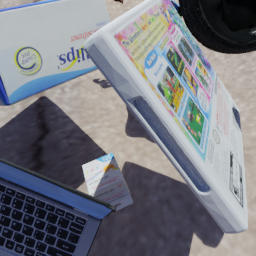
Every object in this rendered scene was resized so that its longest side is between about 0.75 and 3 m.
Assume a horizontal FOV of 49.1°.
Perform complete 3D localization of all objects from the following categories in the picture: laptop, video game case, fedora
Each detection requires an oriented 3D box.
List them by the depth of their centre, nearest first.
[{"bbox_3d":[-1.734,1.145,3.009,2.638,1.633,2.817,23,103,0],"label":"laptop"},{"bbox_3d":[0.799,-0.499,3.686,2.465,0.321,2.708,51,33,-16],"label":"video game case"},{"bbox_3d":[2.090,-2.887,5.281,2.788,2.788,1.273,-1,28,-1],"label":"fedora"}]

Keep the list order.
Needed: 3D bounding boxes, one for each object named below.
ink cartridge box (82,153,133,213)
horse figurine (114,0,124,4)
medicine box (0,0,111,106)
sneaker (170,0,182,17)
[{"bbox_3d":[-0.374,0.944,4.825,0.624,0.368,1.084,-24,31,-5],"label":"ink cartridge box"},{"bbox_3d":[-0.305,-3.369,6.425,0.658,0.993,0.248,-11,25,-10],"label":"horse figurine"},{"bbox_3d":[-1.870,-1.437,5.229,2.518,1.296,2.293,6,30,46],"label":"medicine box"},{"bbox_3d":[0.703,-2.459,5.970,0.776,0.684,1.741,38,18,-13],"label":"sneaker"}]
